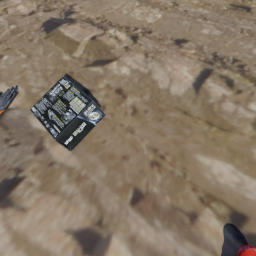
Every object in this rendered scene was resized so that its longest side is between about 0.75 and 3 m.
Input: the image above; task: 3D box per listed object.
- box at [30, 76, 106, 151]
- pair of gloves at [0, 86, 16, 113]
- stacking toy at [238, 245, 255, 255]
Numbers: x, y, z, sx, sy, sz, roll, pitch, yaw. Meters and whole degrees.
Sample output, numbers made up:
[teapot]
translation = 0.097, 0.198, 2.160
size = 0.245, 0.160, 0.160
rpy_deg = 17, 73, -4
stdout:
[box]
translation = -1.431, -0.366, 6.557
size = 1.187, 0.624, 1.450
rpy_deg = -47, 50, -5
[pair of gloves]
translation = -3.765, -0.772, 7.558
size = 1.327, 0.164, 1.183
rpy_deg = 13, 55, 14
[stacking toy]
translation = 1.952, 2.485, 4.236
size = 0.612, 0.612, 1.433
rpy_deg = 7, 43, 7
